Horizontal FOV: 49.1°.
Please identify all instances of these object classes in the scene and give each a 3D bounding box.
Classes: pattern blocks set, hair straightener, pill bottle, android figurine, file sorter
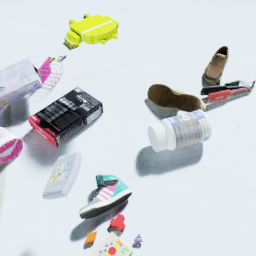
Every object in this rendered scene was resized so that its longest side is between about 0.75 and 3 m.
[{"bbox_3d":[-0.484,3.593,7.923,2.028,0.164,1.782,-31,55,-25],"label":"pattern blocks set"},{"bbox_3d":[4.454,-1.887,12.528,2.824,0.578,1.087,-16,50,-14],"label":"hair straightener"},{"bbox_3d":[1.872,0.140,10.307,2.102,1.196,1.196,-14,50,-13],"label":"pill bottle"},{"bbox_3d":[-1.250,-3.629,10.326,1.981,0.447,2.176,-33,51,-23],"label":"android figurine"},{"bbox_3d":[-3.579,-2.481,12.899,0.758,0.840,1.209,13,50,9],"label":"file sorter"}]

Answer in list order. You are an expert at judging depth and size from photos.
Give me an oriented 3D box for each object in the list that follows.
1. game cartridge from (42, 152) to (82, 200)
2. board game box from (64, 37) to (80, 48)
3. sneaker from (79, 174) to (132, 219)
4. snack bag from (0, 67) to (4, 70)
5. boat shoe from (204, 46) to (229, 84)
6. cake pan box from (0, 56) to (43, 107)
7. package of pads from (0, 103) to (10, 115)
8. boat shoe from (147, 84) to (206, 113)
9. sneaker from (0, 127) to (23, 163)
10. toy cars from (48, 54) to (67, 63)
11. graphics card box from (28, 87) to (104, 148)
[{"bbox_3d":[-1.664,1.205,7.281,0.870,0.271,1.307,-22,38,34],"label":"game cartridge"},{"bbox_3d":[-3.062,-4.711,15.289,0.462,0.217,0.910,-29,54,-23],"label":"board game box"},{"bbox_3d":[-0.882,2.042,8.889,1.807,0.755,1.091,-20,56,-27],"label":"sneaker"},{"bbox_3d":[-6.406,-2.378,13.243,1.643,0.176,1.549,6,49,6],"label":"snack bag"},{"bbox_3d":[4.265,-3.144,13.425,0.906,0.907,2.453,19,51,16],"label":"boat shoe"},{"bbox_3d":[-4.722,-2.010,11.825,2.055,0.537,1.892,-28,53,-6],"label":"cake pan box"},{"bbox_3d":[-5.478,-1.024,11.857,0.691,0.434,1.146,11,49,12],"label":"package of pads"},{"bbox_3d":[1.965,-1.145,11.740,2.651,0.945,0.855,27,8,36],"label":"boat shoe"},{"bbox_3d":[-5.209,0.895,9.789,2.788,1.134,1.230,-29,53,-34],"label":"sneaker"},{"bbox_3d":[-3.661,-3.594,14.271,1.141,0.253,0.511,-16,51,-14],"label":"toy cars"},{"bbox_3d":[-2.437,-0.518,11.259,1.618,0.656,2.579,33,57,27],"label":"graphics card box"}]
